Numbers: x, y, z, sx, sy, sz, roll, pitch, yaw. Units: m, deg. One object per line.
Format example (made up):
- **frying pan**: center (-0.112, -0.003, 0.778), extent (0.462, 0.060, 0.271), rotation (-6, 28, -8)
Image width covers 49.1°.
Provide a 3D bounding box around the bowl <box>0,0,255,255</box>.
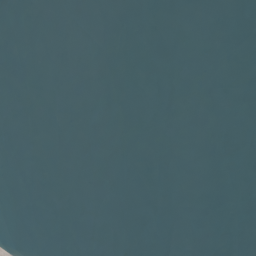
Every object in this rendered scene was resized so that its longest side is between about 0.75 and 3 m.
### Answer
- **bowl**: center (0.230, 0.012, 1.906), extent (2.977, 1.557, 2.977), rotation (3, -3, 0)
